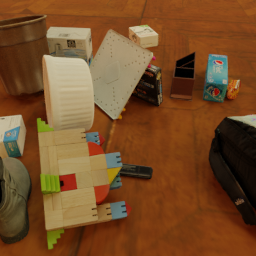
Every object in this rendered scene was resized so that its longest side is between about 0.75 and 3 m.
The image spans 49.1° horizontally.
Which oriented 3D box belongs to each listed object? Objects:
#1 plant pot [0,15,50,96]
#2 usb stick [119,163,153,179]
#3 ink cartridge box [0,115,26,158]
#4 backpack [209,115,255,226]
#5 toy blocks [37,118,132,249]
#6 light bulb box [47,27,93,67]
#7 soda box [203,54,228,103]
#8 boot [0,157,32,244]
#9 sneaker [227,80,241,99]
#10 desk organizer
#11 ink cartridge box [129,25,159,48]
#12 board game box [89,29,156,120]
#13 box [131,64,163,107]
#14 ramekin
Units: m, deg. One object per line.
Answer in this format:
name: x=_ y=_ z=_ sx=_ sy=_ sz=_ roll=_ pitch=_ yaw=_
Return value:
plant pot: x=-3.690 y=-2.486 z=9.647 sx=2.327 sy=2.303 sz=2.327 roll=-6 pitch=29 yaw=3
usb stick: x=0.004 y=1.092 z=7.256 sx=1.283 sy=0.209 sz=0.356 roll=6 pitch=47 yaw=7
ink cartridge box: x=-3.771 y=0.288 z=7.855 sx=1.563 sy=0.671 sz=1.145 roll=-6 pitch=40 yaw=-9
backpack: x=3.118 y=0.824 z=6.381 sx=1.657 sy=2.184 sz=2.618 roll=1 pitch=32 yaw=-30
toy blocks: x=-0.931 y=1.048 z=6.165 sx=1.830 sy=1.338 sz=2.677 roll=-6 pitch=68 yaw=-15
light bulb box: x=-2.259 y=-2.954 z=10.952 sx=1.618 sy=1.632 sz=1.019 roll=4 pitch=42 yaw=5
soda box: x=3.247 y=-1.899 z=10.371 sx=0.723 sy=0.764 sz=2.253 roll=10 pitch=41 yaw=12
boot: x=-2.660 y=1.126 z=6.140 sx=0.818 sy=1.578 sz=2.415 roll=-13 pitch=42 yaw=-15
sneaker: x=3.737 y=-1.359 z=10.112 sx=0.451 sy=0.427 sz=1.170 roll=-1 pitch=30 yaw=36
desk organizer: x=2.077 y=-2.020 z=10.432 sx=0.813 sy=0.872 sz=2.266 roll=7 pitch=41 yaw=9
ink cartridge box: x=0.744 y=-4.427 z=13.531 sx=0.990 sy=0.571 sz=1.360 roll=-15 pitch=42 yaw=-17
board game box: x=-0.438 y=-1.814 z=9.351 sx=0.305 sy=2.359 sz=2.358 roll=14 pitch=22 yaw=-49
box: x=0.475 y=-1.582 z=9.431 sx=1.478 sy=1.467 sz=0.367 roll=29 pitch=60 yaw=29
ramekin: x=-1.745 y=-0.899 z=8.059 sx=1.146 sy=2.350 sz=2.350 roll=-6 pitch=40 yaw=-19
